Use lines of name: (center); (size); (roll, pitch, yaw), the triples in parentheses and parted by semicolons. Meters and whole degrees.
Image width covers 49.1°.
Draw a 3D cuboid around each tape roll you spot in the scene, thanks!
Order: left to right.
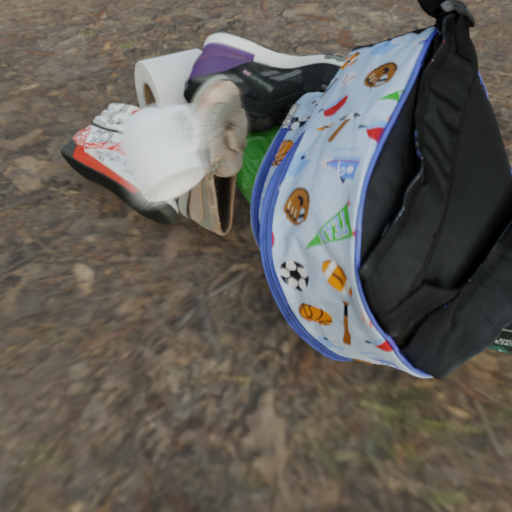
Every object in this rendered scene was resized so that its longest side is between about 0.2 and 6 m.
tape roll: (-1.514, -3.045, 10.978); (1.202, 1.751, 1.751); (-21, 48, -20)

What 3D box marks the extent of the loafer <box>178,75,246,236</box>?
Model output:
loafer: (-0.516, -1.362, 8.345); (0.885, 2.814, 1.012); (40, 58, 14)

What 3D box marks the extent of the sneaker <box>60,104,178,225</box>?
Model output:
sneaker: (-2.081, -1.770, 9.935); (2.938, 0.981, 1.575); (31, 73, 32)

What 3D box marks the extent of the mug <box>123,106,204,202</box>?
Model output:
mug: (-1.158, -1.418, 7.178); (0.851, 1.152, 1.010); (-13, 73, -54)

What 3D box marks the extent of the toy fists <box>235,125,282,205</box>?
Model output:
toy fists: (1.341, -1.852, 10.108); (3.789, 1.303, 1.932); (-14, 37, -13)

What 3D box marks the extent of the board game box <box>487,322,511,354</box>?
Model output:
board game box: (4.255, 0.062, 8.652); (2.379, 0.495, 3.517); (10, 45, 11)

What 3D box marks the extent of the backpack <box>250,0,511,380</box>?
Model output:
backpack: (1.635, -0.496, 7.035); (2.995, 3.888, 3.703); (-9, 43, 45)

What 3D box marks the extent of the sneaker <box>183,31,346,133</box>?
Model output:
sneaker: (0.410, -2.554, 9.433); (3.378, 1.279, 1.479); (17, 67, 16)
